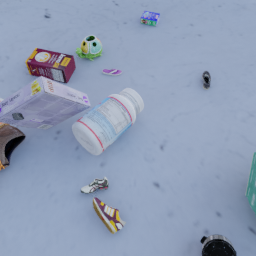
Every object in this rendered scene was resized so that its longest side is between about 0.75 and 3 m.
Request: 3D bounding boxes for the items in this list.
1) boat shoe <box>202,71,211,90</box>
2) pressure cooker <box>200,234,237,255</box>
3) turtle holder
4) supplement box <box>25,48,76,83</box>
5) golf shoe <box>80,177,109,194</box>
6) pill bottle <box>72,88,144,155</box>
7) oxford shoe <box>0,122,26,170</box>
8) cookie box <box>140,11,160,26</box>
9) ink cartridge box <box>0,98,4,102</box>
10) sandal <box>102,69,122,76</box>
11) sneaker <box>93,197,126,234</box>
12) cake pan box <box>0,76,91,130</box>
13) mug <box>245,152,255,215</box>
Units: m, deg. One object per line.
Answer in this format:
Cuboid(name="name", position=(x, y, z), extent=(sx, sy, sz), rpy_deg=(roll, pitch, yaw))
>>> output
Cuboid(name="boat shoe", position=(3.105, -1.941, 10.978), extent=(0.352, 0.304, 0.969), rpy_deg=(8, 55, 5))
Cuboid(name="pressure cooker", position=(2.283, 3.135, 7.025), extent=(0.848, 0.949, 0.835), rpy_deg=(-13, 77, 13))
Cuboid(name="turtle holder", position=(-1.644, -3.379, 11.684), extent=(1.153, 0.818, 0.876), rpy_deg=(-10, 56, -8))
Cuboid(name="supplement box", position=(-3.042, -2.490, 11.109), extent=(1.671, 0.716, 0.922), rpy_deg=(14, 56, 10))
Cuboid(name="golf shoe", position=(-1.005, 1.687, 8.316), extent=(0.860, 0.379, 0.332), rpy_deg=(-13, 22, -11))
Cuboid(name="pill bottle", position=(-0.585, -0.291, 9.220), extent=(1.272, 1.272, 2.340), rpy_deg=(36, 62, 23))
Cuboid(name="oxford shoe", position=(-4.301, 1.025, 8.452), extent=(1.082, 1.058, 2.968), rpy_deg=(22, 57, 9))
Cuboid(name="cookie box", position=(1.056, -5.202, 13.295), extent=(0.791, 0.297, 0.676), rpy_deg=(16, 56, 11))
Cuboid(name="ink cartridge box", position=(-4.812, -0.594, 9.943), extent=(0.746, 0.429, 1.022), rpy_deg=(20, 57, 14))
Cuboid(name="sandal", position=(-0.646, -2.286, 11.287), extent=(0.815, 0.200, 0.331), rpy_deg=(1, 55, 1))
Cuboid(name="sneaker", position=(-0.545, 2.376, 7.888), extent=(0.522, 0.434, 1.159), rpy_deg=(-27, 65, -28))
Cuboid(name="cake pan box", position=(-2.527, -0.633, 8.567), extent=(2.011, 2.183, 0.571), rpy_deg=(-23, 72, 25))
Cuboid(name="mug", position=(3.996, 1.593, 7.335), extent=(1.616, 2.148, 2.614), rpy_deg=(12, 58, 24))
